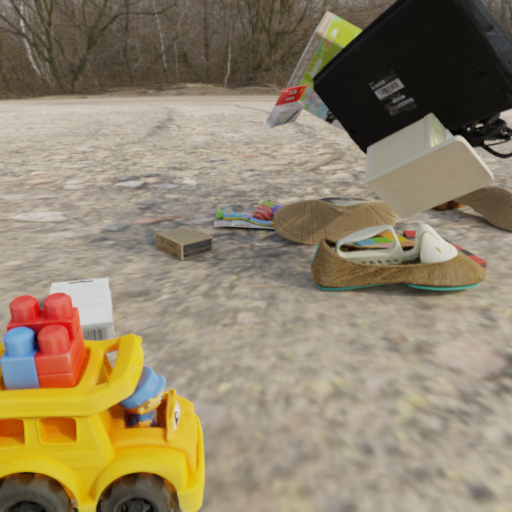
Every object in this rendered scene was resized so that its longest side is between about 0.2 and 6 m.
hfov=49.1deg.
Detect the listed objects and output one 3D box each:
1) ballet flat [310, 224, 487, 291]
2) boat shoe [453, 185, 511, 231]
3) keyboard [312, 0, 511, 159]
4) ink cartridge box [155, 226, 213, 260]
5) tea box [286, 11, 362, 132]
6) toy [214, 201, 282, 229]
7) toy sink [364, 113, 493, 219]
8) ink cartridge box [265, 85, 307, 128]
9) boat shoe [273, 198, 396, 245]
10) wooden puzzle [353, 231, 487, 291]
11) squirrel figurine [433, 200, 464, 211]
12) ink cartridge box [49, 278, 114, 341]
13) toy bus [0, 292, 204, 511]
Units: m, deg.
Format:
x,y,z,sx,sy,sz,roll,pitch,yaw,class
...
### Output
x,y,z,sx,sy,sz,roll,pitch,yaw,class
2.188,-0.007,8.624,2.704,0.978,0.917,0,24,8,ballet flat
5.201,-1.140,12.211,0.713,0.791,2.200,7,20,-31,boat shoe
2.721,-2.745,9.270,1.030,2.705,5.198,-40,10,-6,keyboard
-1.342,-0.250,10.435,0.729,0.332,0.885,-15,25,-38,ink cartridge box
1.783,-4.008,12.314,1.731,1.759,1.176,27,47,-4,tea box
0.109,-0.915,12.088,1.973,0.466,1.136,0,21,0,toy
2.430,-1.325,7.922,1.474,0.961,0.826,-24,41,41,toy sink
0.685,-3.092,11.582,0.209,0.823,0.935,45,42,15,ink cartridge box
1.500,-0.728,11.104,2.467,0.887,0.799,-7,9,-9,boat shoe
2.844,-0.024,9.998,1.703,0.202,2.872,-6,21,-15,wooden puzzle
4.452,-1.690,13.264,0.840,1.108,1.187,17,26,38,squirrel figurine
-2.381,0.766,7.568,0.854,0.395,1.568,-5,19,-14,ink cartridge box
-1.345,1.166,4.473,1.848,1.774,1.254,-1,19,-6,toy bus
